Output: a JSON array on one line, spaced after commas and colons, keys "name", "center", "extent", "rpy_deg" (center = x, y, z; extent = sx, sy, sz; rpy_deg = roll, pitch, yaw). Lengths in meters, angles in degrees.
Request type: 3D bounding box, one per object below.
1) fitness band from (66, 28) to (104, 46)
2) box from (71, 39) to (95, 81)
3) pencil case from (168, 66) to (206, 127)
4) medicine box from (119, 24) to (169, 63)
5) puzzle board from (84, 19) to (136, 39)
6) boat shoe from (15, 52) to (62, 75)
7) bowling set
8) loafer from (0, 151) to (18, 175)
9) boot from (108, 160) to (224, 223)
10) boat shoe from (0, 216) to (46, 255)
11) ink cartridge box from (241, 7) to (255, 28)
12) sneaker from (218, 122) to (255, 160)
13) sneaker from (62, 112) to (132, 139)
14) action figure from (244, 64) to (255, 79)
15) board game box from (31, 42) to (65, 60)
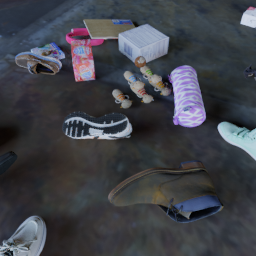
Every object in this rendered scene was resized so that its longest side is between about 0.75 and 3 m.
[{"name": "fitness band", "center": [-2.004, -4.282, 13.160], "extent": [1.787, 0.334, 1.283], "rpy_deg": [-13, 46, -25]}, {"name": "box", "center": [-1.861, -2.823, 11.618], "extent": [0.818, 0.887, 1.728], "rpy_deg": [-7, 50, -6]}, {"name": "pencil case", "center": [2.077, -1.150, 10.062], "extent": [1.085, 1.065, 2.539], "rpy_deg": [-18, 43, 22]}, {"name": "medicine box", "center": [0.689, -3.727, 12.430], "extent": [1.675, 0.862, 1.526], "rpy_deg": [-28, 53, -24]}, {"name": "puzzle board", "center": [-0.770, -4.810, 13.647], "extent": [2.454, 0.213, 1.849], "rpy_deg": [-7, 45, -19]}, {"name": "boat shoe", "center": [-3.791, -2.624, 11.554], "extent": [1.958, 0.707, 0.709], "rpy_deg": [7, 50, 6]}, {"name": "bowling set", "center": [0.511, -1.694, 10.230], "extent": [2.207, 1.536, 1.185], "rpy_deg": [-27, 55, -17]}, {"name": "loafer", "center": [-4.188, 1.168, 7.940], "extent": [2.043, 0.744, 0.738], "rpy_deg": [-32, 75, -25]}, {"name": "boot", "center": [1.037, 1.820, 7.297], "extent": [2.913, 1.088, 1.412], "rpy_deg": [-14, 47, -15]}, {"name": "boat shoe", "center": [-2.662, 2.916, 6.383], "extent": [0.823, 0.950, 2.229], "rpy_deg": [16, 50, 14]}, {"name": "ink cartridge box", "center": [6.651, -5.576, 14.298], "extent": [1.372, 0.568, 1.005], "rpy_deg": [28, 54, 23]}, {"name": "sneaker", "center": [3.768, 0.137, 8.760], "extent": [0.717, 1.149, 1.949], "rpy_deg": [-33, 55, -24]}, {"name": "sneaker", "center": [-1.012, 0.040, 9.162], "extent": [2.478, 0.991, 0.913], "rpy_deg": [4, 74, 23]}, {"name": "action figure", "center": [5.335, -2.058, 11.051], "extent": [0.839, 0.720, 1.412], "rpy_deg": [-29, 52, -37]}, {"name": "board game box", "center": [-3.579, -3.320, 12.492], "extent": [1.134, 0.234, 1.136], "rpy_deg": [-26, 53, -22]}]
